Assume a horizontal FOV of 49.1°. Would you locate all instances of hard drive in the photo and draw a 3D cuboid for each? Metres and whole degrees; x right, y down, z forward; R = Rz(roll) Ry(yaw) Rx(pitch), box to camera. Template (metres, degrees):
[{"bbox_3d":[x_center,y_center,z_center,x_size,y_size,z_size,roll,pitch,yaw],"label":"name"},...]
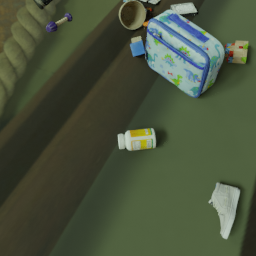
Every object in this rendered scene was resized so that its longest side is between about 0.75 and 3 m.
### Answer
[{"bbox_3d":[2.279,-4.837,11.483,0.953,0.180,0.666,-10,58,-5],"label":"hard drive"}]

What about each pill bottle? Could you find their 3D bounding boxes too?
[{"bbox_3d":[0.246,0.340,7.997,1.028,0.580,0.580,-6,58,-4],"label":"pill bottle"}]

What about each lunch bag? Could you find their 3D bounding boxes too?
[{"bbox_3d":[1.661,-2.341,8.810,1.046,2.039,2.537,-37,66,-21],"label":"lunch bag"}]

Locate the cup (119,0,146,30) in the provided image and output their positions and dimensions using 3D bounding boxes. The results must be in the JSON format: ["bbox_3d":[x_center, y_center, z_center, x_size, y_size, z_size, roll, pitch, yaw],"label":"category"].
[{"bbox_3d":[0.076,-4.399,10.822,1.033,1.033,0.739,-18,31,-11],"label":"cup"}]

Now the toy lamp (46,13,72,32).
[{"bbox_3d":[-2.039,-3.113,8.286,0.301,0.301,1.034,22,48,13],"label":"toy lamp"}]

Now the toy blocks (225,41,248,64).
[{"bbox_3d":[3.830,-2.728,10.011,0.788,0.576,1.152,8,57,19],"label":"toy blocks"}]

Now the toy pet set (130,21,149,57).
[{"bbox_3d":[0.686,-2.956,9.736,1.182,1.266,0.672,-13,60,11],"label":"toy pet set"}]

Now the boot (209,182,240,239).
[{"bbox_3d":[2.342,2.034,7.046,0.661,0.508,1.382,16,51,18],"label":"boot"}]

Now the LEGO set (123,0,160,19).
[{"bbox_3d":[0.472,-5.110,11.654,1.207,0.397,1.616,26,50,16],"label":"LEGO set"}]

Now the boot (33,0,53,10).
[{"bbox_3d":[-2.003,-3.640,6.450,1.076,0.514,1.425,-33,107,-2],"label":"boot"}]
